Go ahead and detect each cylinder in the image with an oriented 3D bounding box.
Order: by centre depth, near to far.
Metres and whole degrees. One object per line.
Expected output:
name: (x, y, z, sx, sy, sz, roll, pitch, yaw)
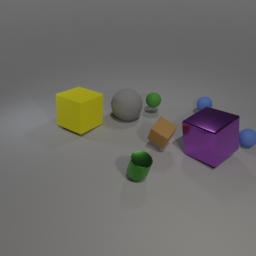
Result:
cylinder: (0.365, 1.197, 8.880, 0.700, 0.700, 0.700, 8, 44, -8)

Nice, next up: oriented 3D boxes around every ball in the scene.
ball: (4.552, 0.368, 10.634, 0.700, 0.700, 0.700, 0, 31, 0)
ball: (-0.045, -1.043, 12.348, 1.400, 1.400, 1.400, 0, 31, 0)
ball: (3.481, -1.083, 12.745, 0.700, 0.700, 0.700, 0, 31, 0)
ball: (1.165, -1.279, 12.789, 0.700, 0.700, 0.700, 0, 31, 0)

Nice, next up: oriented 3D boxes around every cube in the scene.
cube: (2.920, 0.265, 9.893, 1.400, 1.400, 1.400, -29, 34, -29)
cube: (1.230, 0.168, 10.125, 0.700, 0.700, 0.700, 33, 58, 12)
cube: (-2.012, -0.774, 11.755, 1.400, 1.400, 1.400, 20, 30, 29)
